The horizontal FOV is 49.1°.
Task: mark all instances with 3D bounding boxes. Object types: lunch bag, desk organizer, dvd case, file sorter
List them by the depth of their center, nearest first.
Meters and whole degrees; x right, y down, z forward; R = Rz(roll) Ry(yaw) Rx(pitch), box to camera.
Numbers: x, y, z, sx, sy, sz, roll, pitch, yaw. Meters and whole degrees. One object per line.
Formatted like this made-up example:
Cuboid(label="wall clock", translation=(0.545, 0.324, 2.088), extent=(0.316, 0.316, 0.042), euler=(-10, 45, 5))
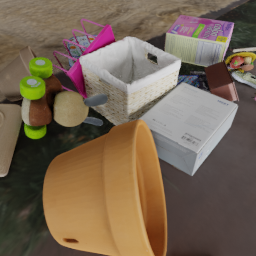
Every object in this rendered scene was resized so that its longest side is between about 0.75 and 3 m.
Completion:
Cuboid(label="desk organizer", translation=(3.419, -1.698, 10.390), extent=(0.809, 0.753, 2.100), euler=(-17, 30, 19))
Cuboid(label="file sorter", translation=(-1.699, -2.628, 10.597), extent=(1.509, 1.672, 2.406), euler=(26, 71, 24))
Cuboid(label="lunch bag", translation=(2.128, -1.726, 10.945), extent=(1.049, 0.493, 0.789), euler=(20, 54, 40))
Cuboid(label="dvd case", translation=(3.260, -1.611, 11.147), extent=(1.663, 0.179, 2.236), euler=(6, 42, 12))
Cuboid(label="lunch bag", translation=(-1.781, -3.415, 12.685), extent=(1.838, 0.867, 2.294), euler=(-6, 42, -10))

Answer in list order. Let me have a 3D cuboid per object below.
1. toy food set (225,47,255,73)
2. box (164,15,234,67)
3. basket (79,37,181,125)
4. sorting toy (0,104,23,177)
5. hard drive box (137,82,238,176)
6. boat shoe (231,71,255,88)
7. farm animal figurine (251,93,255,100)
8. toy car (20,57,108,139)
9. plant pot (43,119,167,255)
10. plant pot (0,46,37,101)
Cuboid(label="toy food set", translation=(4.543, -2.526, 11.281), extent=(1.126, 1.914, 0.625), euler=(-1, 80, 7))
Cuboid(label="box", translation=(3.304, -4.092, 13.083), extent=(2.641, 1.277, 2.323), euler=(17, 45, 17))
Cuboid(label="basket", translation=(0.086, -1.594, 9.810), extent=(2.533, 2.037, 2.511), euler=(-32, 52, -29))
Cuboid(label="sorting toy", translation=(-4.980, 0.304, 8.639), extent=(2.968, 0.541, 2.748), euler=(4, 50, -8))
Cuboid(label="hard drive box", translation=(1.866, -0.122, 8.930), extent=(2.128, 1.048, 2.730), euler=(29, 50, 28))
Cuboid(label="boat shoe", translation=(4.865, -2.042, 11.347), extent=(1.294, 0.401, 0.466), euler=(29, 46, 12))
Cuboid(label="farm animal figurine", translation=(5.187, -1.018, 10.319), extent=(0.938, 0.494, 0.948), euler=(-17, 30, 11))
Cuboid(label="toy car", translation=(-1.969, -0.803, 9.080), extent=(2.540, 2.087, 2.004), euler=(8, 45, -7))
Cuboid(label="plant pot", translation=(-0.425, 1.452, 6.159), extent=(2.074, 2.963, 2.963), euler=(-11, 41, 14))
Cuboid(label="plant pot", translation=(-3.913, -1.851, 10.447), extent=(1.657, 1.900, 1.900), euler=(-28, 47, -5))
